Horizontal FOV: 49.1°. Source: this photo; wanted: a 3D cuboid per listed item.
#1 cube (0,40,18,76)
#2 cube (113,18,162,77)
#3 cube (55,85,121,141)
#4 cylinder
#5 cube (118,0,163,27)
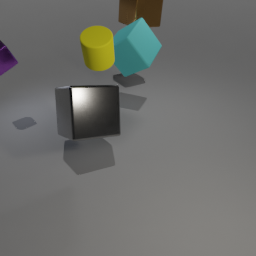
[{"bbox_3d":[-3.980,-2.198,8.642,0.700,0.700,0.700,-40,55,-12],"label":"cube"},{"bbox_3d":[0.199,-3.113,10.947,1.400,1.400,1.400,-11,41,46],"label":"cube"},{"bbox_3d":[-1.148,-0.476,7.885,1.400,1.400,1.400,-6,9,-29],"label":"cube"},{"bbox_3d":[-0.659,-1.736,6.137,0.700,0.700,0.700,0,58,1],"label":"cylinder"},{"bbox_3d":[0.539,-5.262,12.266,1.400,1.400,1.400,-15,35,-29],"label":"cube"}]
